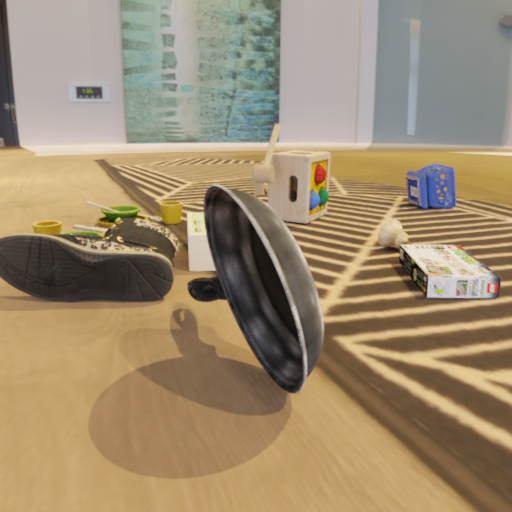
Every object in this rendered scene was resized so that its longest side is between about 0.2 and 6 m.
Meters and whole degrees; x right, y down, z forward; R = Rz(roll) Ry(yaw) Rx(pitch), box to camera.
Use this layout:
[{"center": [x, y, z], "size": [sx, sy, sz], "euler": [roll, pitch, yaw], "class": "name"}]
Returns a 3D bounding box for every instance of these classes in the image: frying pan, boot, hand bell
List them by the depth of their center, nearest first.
[{"center": [-0.063, 0.616, 6.651], "size": [0.628, 2.334, 3.859], "euler": [-22, -18, -16], "class": "frying pan"}, {"center": [-2.744, -0.037, 9.754], "size": [2.908, 1.064, 2.190], "euler": [4, 16, 0], "class": "boot"}, {"center": [3.208, -0.231, 11.828], "size": [0.655, 0.655, 1.257], "euler": [-7, 28, -25], "class": "hand bell"}]

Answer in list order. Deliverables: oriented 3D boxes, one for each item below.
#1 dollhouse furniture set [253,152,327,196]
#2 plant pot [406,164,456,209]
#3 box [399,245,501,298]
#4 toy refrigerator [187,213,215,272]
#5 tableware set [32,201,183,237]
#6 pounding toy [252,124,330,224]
[{"center": [1.308, -3.004, 20.181], "size": [2.288, 1.489, 2.102], "euler": [7, 16, 25], "class": "dollhouse furniture set"}, {"center": [5.385, -2.119, 17.437], "size": [1.134, 1.262, 1.262], "euler": [-10, 17, -9], "class": "plant pot"}, {"center": [3.394, 0.233, 10.086], "size": [1.197, 0.377, 2.174], "euler": [1, 15, 3], "class": "box"}, {"center": [-0.984, -0.380, 11.581], "size": [0.872, 0.804, 2.298], "euler": [-1, 15, -7], "class": "toy refrigerator"}, {"center": [-3.504, -0.834, 13.629], "size": [2.860, 0.652, 4.246], "euler": [10, 18, 34], "class": "tableware set"}, {"center": [1.052, -2.180, 14.847], "size": [1.309, 2.513, 2.860], "euler": [9, 16, 24], "class": "pounding toy"}]
